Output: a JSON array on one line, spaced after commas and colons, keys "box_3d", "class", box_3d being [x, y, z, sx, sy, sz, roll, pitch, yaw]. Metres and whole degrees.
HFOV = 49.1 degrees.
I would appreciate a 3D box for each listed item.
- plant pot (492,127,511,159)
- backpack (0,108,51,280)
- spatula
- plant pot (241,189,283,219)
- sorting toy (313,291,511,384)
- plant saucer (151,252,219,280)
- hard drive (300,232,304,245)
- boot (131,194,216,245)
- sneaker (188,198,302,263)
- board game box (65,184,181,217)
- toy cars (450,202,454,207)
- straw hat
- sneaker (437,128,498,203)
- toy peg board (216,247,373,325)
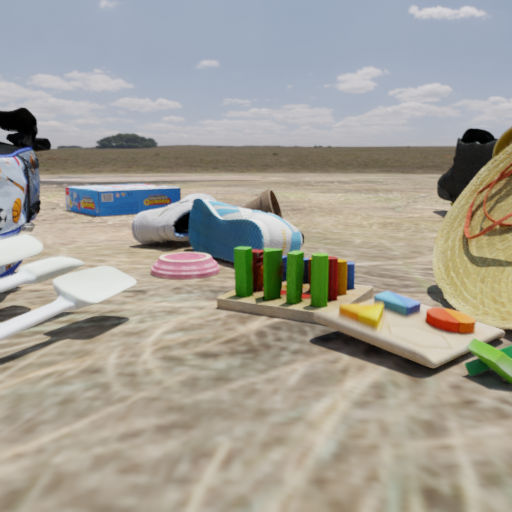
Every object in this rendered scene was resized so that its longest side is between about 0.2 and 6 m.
[{"box_3d": [3.538, -1.331, 7.133, 0.898, 0.898, 0.638, 6, 24, 29], "class": "plant pot"}, {"box_3d": [-3.825, -0.577, 6.304, 2.745, 2.114, 2.614, -8, 9, -11], "class": "backpack"}, {"box_3d": [-2.261, 0.279, 4.792, 1.565, 0.181, 2.251, 24, 22, 18], "class": "spatula"}, {"box_3d": [0.071, -0.872, 11.731, 0.782, 0.897, 0.897, -15, 6, 15], "class": "plant pot"}, {"box_3d": [1.498, 0.610, 4.633, 1.271, 0.253, 1.720, -5, 15, -41], "class": "sorting toy"}, {"box_3d": [-0.968, 0.120, 7.652, 0.935, 0.237, 0.935, -1, 10, 0], "class": "plant saucer"}, {"box_3d": [-0.022, -0.314, 10.005, 1.467, 0.241, 1.024, -7, 12, -30], "class": "hard drive"}, {"box_3d": [-1.144, -0.657, 10.405, 1.087, 0.836, 2.274, 3, 19, 35], "class": "boot"}, {"box_3d": [-0.290, -0.353, 8.790, 0.950, 0.900, 2.352, -1, 16, -37], "class": "sneaker"}, {"box_3d": [-3.834, -1.636, 16.059, 2.481, 0.693, 2.429, -8, 12, -37], "class": "board game box"}, {"box_3d": [5.970, -1.284, 14.987, 1.489, 0.330, 0.668, -2, 20, 2], "class": "toy cars"}, {"box_3d": [3.496, -0.190, 5.630, 1.396, 3.299, 3.299, 40, -1, -16], "class": "straw hat"}, {"box_3d": [5.484, -2.194, 13.960, 1.243, 2.158, 4.138, -1, 21, 5], "class": "sneaker"}, {"box_3d": [0.459, 0.195, 6.077, 1.319, 0.645, 1.313, 6, 12, 28], "class": "toy peg board"}]
